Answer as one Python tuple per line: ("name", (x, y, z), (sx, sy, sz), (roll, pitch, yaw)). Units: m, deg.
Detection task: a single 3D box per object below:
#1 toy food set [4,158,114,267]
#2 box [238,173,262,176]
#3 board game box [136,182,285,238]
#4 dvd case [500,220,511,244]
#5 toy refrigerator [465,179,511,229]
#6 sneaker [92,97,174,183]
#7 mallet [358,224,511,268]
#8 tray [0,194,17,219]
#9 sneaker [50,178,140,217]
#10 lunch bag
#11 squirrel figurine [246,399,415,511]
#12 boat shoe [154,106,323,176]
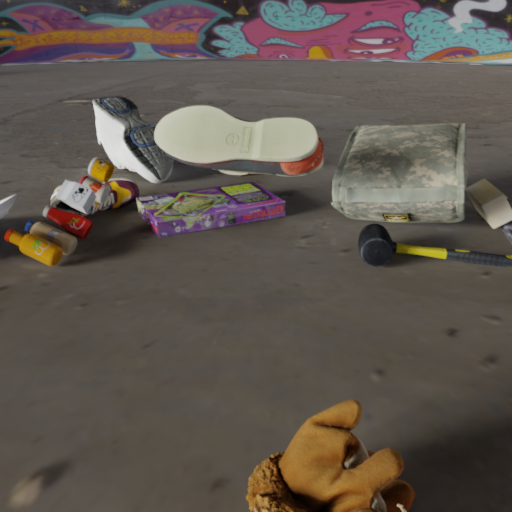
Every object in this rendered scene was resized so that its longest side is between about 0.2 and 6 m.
("toy food set", (-3.425, -0.866, 9.959), (0.952, 2.116, 1.010), (25, -14, 1))
("box", (-0.173, -2.509, 14.739), (0.785, 0.644, 0.651), (-8, 25, -17))
("board game box", (-0.970, -1.032, 11.813), (2.756, 0.445, 1.654), (-11, 22, -22))
("dvd case", (5.888, -0.458, 10.672), (2.182, 0.174, 1.622), (2, 25, 7))
("toy refrigerator", (4.752, -1.096, 11.382), (0.513, 0.557, 1.467), (-29, 13, 17))
("sneaker", (-3.240, -2.891, 14.894), (1.317, 1.539, 3.534), (-14, 46, -32))
("mallet", (3.130, -0.097, 9.687), (2.796, 0.575, 0.921), (5, 21, -1))
("tray", (-5.375, -0.403, 10.115), (1.345, 0.278, 2.505), (-20, 20, 15))
("sneaker", (-3.384, -1.154, 11.830), (1.845, 0.691, 0.831), (-9, 32, -4))
("lunch bag", (2.883, -1.523, 10.981), (2.356, 1.689, 2.873), (3, 27, 21))
("squirrel figurine", (0.605, 2.096, 4.441), (1.434, 1.015, 1.339), (-18, 37, -6))
("boat shoe", (-0.286, -1.761, 8.973), (2.769, 0.985, 0.866), (7, -12, 17))
